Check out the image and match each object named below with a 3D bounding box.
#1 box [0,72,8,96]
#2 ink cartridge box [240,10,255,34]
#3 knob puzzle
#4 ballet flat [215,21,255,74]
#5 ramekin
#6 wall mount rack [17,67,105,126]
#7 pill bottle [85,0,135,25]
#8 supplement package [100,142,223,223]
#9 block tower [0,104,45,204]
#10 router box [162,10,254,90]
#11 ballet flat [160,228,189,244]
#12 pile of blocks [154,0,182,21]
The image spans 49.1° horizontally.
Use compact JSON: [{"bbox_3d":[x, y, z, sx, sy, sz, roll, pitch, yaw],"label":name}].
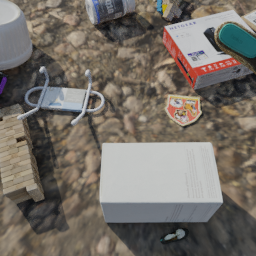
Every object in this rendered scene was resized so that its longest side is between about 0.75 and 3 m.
[{"bbox_3d":[-4.999,-1.438,8.260,2.206,1.170,1.348,22,92,-4],"label":"box"},{"bbox_3d":[5.203,-3.960,10.820,1.589,0.597,1.309,-31,61,-19],"label":"ink cartridge box"},{"bbox_3d":[1.762,-0.583,8.901,1.304,0.181,1.304,0,58,0],"label":"knob puzzle"},{"bbox_3d":[3.407,-1.897,7.337,2.643,0.863,0.932,37,107,-4],"label":"ballet flat"},{"bbox_3d":[-4.736,-3.296,9.496,2.769,1.453,2.769,7,45,-7],"label":"ramekin"},{"bbox_3d":[-2.106,-0.853,8.581,2.628,0.980,2.283,5,56,4],"label":"wall mount rack"},{"bbox_3d":[-0.688,-4.864,11.148,1.793,1.020,1.020,-22,60,-13],"label":"pill bottle"},{"bbox_3d":[0.692,1.359,6.848,2.625,1.535,1.540,0,57,-1],"label":"supplement package"},{"bbox_3d":[-3.082,0.644,7.754,0.845,0.789,2.922,-19,59,-11],"label":"block tower"},{"bbox_3d":[3.101,-2.883,10.048,2.937,0.717,2.636,-18,59,-11],"label":"router box"},{"bbox_3d":[1.154,2.624,6.794,0.768,0.263,0.261,-18,58,-12],"label":"ballet flat"},{"bbox_3d":[1.706,-5.297,11.713,0.784,1.035,2.522,22,59,-37],"label":"pile of blocks"}]
